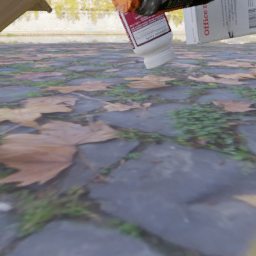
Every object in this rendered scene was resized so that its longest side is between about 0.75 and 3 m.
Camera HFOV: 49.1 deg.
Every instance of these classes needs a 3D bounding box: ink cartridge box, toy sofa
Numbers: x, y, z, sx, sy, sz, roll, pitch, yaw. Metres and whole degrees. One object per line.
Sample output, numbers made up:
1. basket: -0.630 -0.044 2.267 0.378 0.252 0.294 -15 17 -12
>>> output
1. ink cartridge box: 2.870 -3.498 8.122 2.422 1.767 1.018 -12 15 -8
2. toy sofa: -3.187 -2.267 5.586 1.233 2.977 1.453 54 5 23

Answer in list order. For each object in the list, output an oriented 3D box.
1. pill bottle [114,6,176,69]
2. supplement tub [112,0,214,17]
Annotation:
1. pill bottle: 0.600 -3.239 8.964 1.385 2.451 1.385 -23 17 8
2. supplement tub: 0.823 -3.134 5.734 2.310 1.415 1.415 -20 27 -21
